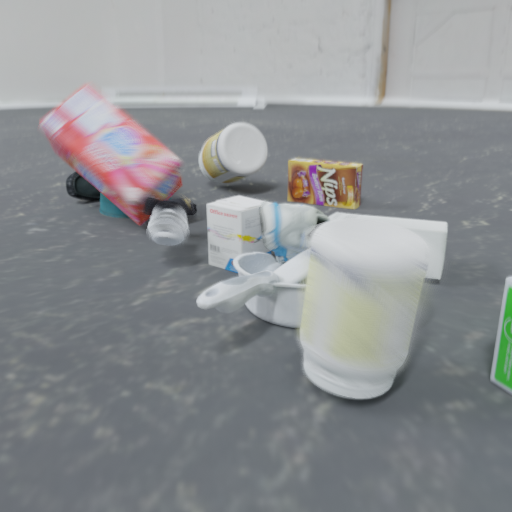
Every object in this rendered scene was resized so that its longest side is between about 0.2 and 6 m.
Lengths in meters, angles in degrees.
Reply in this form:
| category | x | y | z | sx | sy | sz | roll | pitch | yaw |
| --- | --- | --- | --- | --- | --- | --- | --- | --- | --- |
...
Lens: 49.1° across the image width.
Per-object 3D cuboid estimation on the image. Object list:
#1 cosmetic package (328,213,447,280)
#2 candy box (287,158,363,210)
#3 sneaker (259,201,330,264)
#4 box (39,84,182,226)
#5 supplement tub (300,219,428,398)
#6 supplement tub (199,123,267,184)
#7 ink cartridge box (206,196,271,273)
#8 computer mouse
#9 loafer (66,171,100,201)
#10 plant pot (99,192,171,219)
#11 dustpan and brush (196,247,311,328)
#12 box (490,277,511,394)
| category | x | y | z | sx | sy | sz | roll | pitch | yaw |
| --- | --- | --- | --- | --- | --- | --- | --- | --- | --- |
| cosmetic package | 1.873 | -0.186 | 8.182 | 1.704 | 0.723 | 0.917 | 8 | 13 | 20 |
| candy box | 1.445 | -1.547 | 11.893 | 1.557 | 0.908 | 0.440 | 9 | 21 | 25 |
| sneaker | 0.612 | -0.309 | 7.641 | 0.839 | 0.726 | 1.937 | -5 | -5 | 10 |
| box | -2.535 | -1.792 | 9.977 | 2.276 | 1.077 | 1.168 | 39 | 72 | 10 |
| supplement tub | 0.907 | 0.446 | 4.944 | 0.986 | 1.360 | 0.986 | 5 | 23 | -2 |
| supplement tub | -0.589 | -2.315 | 12.938 | 1.189 | 1.189 | 1.646 | -10 | 2 | -26 |
| ink cartridge box | -0.242 | -0.333 | 8.343 | 0.712 | 0.967 | 0.699 | 16 | 25 | 38 |
| computer mouse | -1.349 | -0.489 | 8.517 | 0.884 | 0.354 | 1.613 | 2 | 25 | -7 |
| loafer | -3.123 | -1.679 | 12.455 | 0.795 | 0.769 | 2.266 | 5 | 15 | 40 |
| plant pot | -2.484 | -1.626 | 11.381 | 1.494 | 1.403 | 1.494 | -1 | 19 | 0 |
| dustpan and brush | 0.339 | 0.342 | 6.535 | 2.159 | 0.885 | 3.093 | 13 | 24 | 31 |
| box | 3.748 | 0.813 | 4.762 | 2.415 | 1.168 | 2.131 | -9 | 21 | -24 |
